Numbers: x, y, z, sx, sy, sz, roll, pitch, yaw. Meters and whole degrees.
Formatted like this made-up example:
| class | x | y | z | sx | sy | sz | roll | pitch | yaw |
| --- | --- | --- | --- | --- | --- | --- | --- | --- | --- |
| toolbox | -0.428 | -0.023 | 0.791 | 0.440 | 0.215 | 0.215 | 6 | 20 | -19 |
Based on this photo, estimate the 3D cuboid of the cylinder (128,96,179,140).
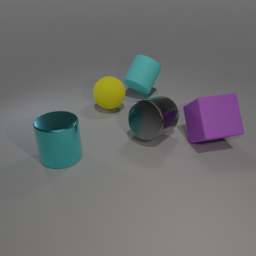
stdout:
| class | x | y | z | sx | sy | sz | roll | pitch | yaw |
| --- | --- | --- | --- | --- | --- | --- | --- | --- | --- |
| cylinder | 0.939 | -0.388 | 10.121 | 1.400 | 1.400 | 1.400 | 18 | 20 | 29 |

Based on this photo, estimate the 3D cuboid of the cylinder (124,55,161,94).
| class | x | y | z | sx | sy | sz | roll | pitch | yaw |
| --- | --- | --- | --- | --- | --- | --- | --- | --- | --- |
| cylinder | 0.700 | -2.585 | 13.633 | 1.400 | 1.400 | 1.400 | 26 | -7 | 3 |

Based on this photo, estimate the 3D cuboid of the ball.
| class | x | y | z | sx | sy | sz | roll | pitch | yaw |
| --- | --- | --- | --- | --- | --- | --- | --- | --- | --- |
| ball | -0.819 | -1.535 | 12.232 | 1.400 | 1.400 | 1.400 | 0 | 29 | 0 |

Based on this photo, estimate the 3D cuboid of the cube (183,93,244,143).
| class | x | y | z | sx | sy | sz | roll | pitch | yaw |
| --- | --- | --- | --- | --- | --- | --- | --- | --- | --- |
| cube | 2.921 | -0.307 | 9.760 | 1.400 | 1.400 | 1.400 | -8 | -7 | -11 |

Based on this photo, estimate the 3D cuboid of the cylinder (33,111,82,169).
| class | x | y | z | sx | sy | sz | roll | pitch | yaw |
| --- | --- | --- | --- | --- | --- | --- | --- | --- | --- |
| cylinder | -2.256 | 0.358 | 9.130 | 1.400 | 1.400 | 1.400 | -1 | 30 | 0 |
